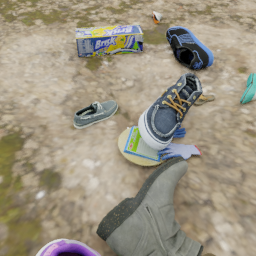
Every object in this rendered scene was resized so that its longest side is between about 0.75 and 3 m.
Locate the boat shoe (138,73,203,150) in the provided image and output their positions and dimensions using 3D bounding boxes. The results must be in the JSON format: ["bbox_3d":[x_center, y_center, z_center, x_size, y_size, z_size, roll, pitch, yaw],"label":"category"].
[{"bbox_3d":[1.216,-0.610,7.595,1.010,1.295,2.854,40,36,-6],"label":"boat shoe"}]

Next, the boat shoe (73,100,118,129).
[{"bbox_3d":[-0.960,-0.522,8.573,1.591,0.491,0.579,-29,51,-27],"label":"boat shoe"}]

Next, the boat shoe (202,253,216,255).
[{"bbox_3d":[1.056,2.592,4.741,1.340,0.452,0.482,-7,32,-31],"label":"boat shoe"}]

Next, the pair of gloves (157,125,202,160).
[{"bbox_3d":[1.223,0.362,7.745,1.261,0.179,1.569,-4,41,-23],"label":"pair of gloves"}]

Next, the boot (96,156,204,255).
[{"bbox_3d":[0.849,1.962,5.916,1.828,0.947,2.798,41,54,19],"label":"boot"}]

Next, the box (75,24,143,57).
[{"bbox_3d":[-0.759,-3.590,11.491,2.696,0.867,0.944,-6,44,-7],"label":"box"}]

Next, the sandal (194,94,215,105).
[{"bbox_3d":[2.503,-0.989,9.244,0.871,0.235,0.350,-16,46,-16],"label":"sandal"}]

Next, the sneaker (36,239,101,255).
[{"bbox_3d":[-0.329,2.760,4.342,2.898,1.281,1.166,35,52,11],"label":"sneaker"}]

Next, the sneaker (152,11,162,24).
[{"bbox_3d":[1.499,-5.472,13.811,0.470,0.387,1.023,-2,45,-8],"label":"sneaker"}]

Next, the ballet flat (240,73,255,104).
[{"bbox_3d":[4.208,-1.283,9.364,0.568,0.543,1.614,28,51,9],"label":"ballet flat"}]

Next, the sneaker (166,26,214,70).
[{"bbox_3d":[2.142,-3.203,11.026,1.054,0.949,2.705,-15,47,-26],"label":"sneaker"}]

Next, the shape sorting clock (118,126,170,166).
[{"bbox_3d":[0.443,0.478,7.677,1.446,0.284,1.446,9,44,-8],"label":"shape sorting clock"}]
